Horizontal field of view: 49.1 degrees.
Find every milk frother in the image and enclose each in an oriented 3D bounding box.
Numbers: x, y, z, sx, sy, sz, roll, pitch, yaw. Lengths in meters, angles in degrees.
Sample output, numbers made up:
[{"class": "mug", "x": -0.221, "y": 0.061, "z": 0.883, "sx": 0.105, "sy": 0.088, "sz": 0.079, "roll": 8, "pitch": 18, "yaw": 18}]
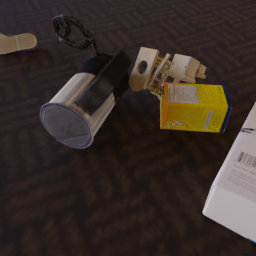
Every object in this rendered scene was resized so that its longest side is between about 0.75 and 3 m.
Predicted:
[{"class": "milk frother", "x": -1.347, "y": -1.233, "z": 6.968, "sx": 2.451, "sy": 2.212, "sz": 2.306, "roll": 29, "pitch": 49, "yaw": 0}]

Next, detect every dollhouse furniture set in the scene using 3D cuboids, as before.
[{"class": "dollhouse furniture set", "x": 1.435, "y": -1.167, "z": 7.621, "sx": 2.080, "sy": 1.156, "sz": 1.840, "roll": 13, "pitch": 11, "yaw": -42}]

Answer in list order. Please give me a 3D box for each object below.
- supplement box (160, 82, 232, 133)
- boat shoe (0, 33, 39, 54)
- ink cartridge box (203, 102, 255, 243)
[{"class": "supplement box", "x": 1.721, "y": -0.542, "z": 7.397, "sx": 1.680, "sy": 0.920, "sz": 0.914, "roll": 4, "pitch": 45, "yaw": 3}, {"class": "boat shoe", "x": -4.238, "y": -3.026, "z": 10.191, "sx": 2.026, "sy": 0.736, "sz": 0.635, "roll": -3, "pitch": 3, "yaw": 5}, {"class": "ink cartridge box", "x": 3.107, "y": 0.933, "z": 5.765, "sx": 2.043, "sy": 1.190, "sz": 2.825, "roll": 25, "pitch": 51, "yaw": 23}]
